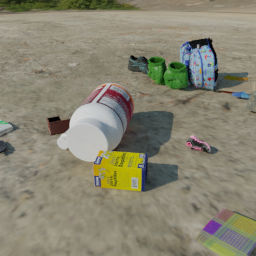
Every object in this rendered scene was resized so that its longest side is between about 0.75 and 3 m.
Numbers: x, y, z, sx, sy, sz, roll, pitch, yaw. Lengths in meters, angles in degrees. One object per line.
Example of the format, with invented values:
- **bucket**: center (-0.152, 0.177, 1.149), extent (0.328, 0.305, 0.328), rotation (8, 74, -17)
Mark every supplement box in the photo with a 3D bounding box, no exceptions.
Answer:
- **supplement box**: center (-0.161, 1.029, 6.814), extent (1.237, 0.677, 0.673), rotation (3, 28, 7)

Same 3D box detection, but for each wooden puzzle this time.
- **wooden puzzle**: center (4.895, -1.836, 12.622), extent (1.755, 0.304, 2.602), rotation (10, 29, 27)

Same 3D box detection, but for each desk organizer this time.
- **desk organizer**: center (-2.034, -0.155, 9.258), extent (1.193, 0.459, 0.428), rotation (-12, 30, -21)

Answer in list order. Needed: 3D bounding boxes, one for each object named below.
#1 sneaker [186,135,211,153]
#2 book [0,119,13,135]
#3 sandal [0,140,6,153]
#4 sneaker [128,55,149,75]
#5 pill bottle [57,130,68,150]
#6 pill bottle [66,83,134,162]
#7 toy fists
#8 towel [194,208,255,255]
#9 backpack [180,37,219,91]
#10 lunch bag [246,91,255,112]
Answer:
- **sneaker**: center (2.037, 0.550, 8.195), extent (0.400, 0.331, 0.838), rotation (-35, 38, -17)
- **book**: center (-4.479, 0.094, 9.058), extent (0.785, 0.282, 1.175), rotation (22, 33, 29)
- **sandal**: center (-3.740, 0.582, 8.234), extent (0.323, 0.182, 0.849), rotation (-2, 18, -19)
- **sneaker**: center (0.857, -3.328, 14.834), extent (2.044, 0.810, 0.771), rotation (17, 31, 26)
- **pill bottle**: center (-1.742, 0.293, 8.433), extent (0.455, 0.455, 0.799), rotation (12, 31, 21)
- **pill bottle**: center (-0.776, -0.221, 8.253), extent (1.523, 1.523, 2.696), rotation (6, 28, 11)
- **toy fists**: center (1.777, -2.447, 12.842), extent (0.786, 1.164, 2.284), rotation (-41, 45, -24)
- **towel**: center (1.969, 2.014, 5.300), extent (0.941, 0.149, 1.310), rotation (20, 29, 40)
- **backpack**: center (3.213, -2.724, 12.591), extent (1.509, 2.047, 2.242), rotation (-6, 39, 7)
- **lunch bag**: center (5.312, -0.927, 10.324), extent (1.423, 0.837, 1.167), rotation (-11, 30, -37)
